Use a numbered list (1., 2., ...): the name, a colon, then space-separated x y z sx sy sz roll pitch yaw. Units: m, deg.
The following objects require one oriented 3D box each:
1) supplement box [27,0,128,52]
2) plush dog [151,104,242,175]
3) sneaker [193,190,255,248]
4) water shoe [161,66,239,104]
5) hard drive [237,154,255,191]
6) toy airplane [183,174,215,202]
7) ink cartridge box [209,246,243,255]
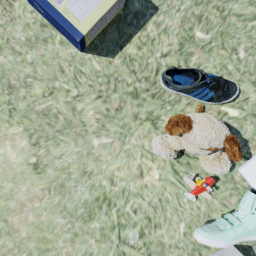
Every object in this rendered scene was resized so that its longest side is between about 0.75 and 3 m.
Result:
1. supplement box: -1.603 -4.329 8.967 2.486 1.669 2.484 43 87 -8
2. plush dog: 2.252 0.183 8.547 2.680 2.301 2.150 18 87 1
3. sneaker: 3.285 2.693 8.705 2.696 0.992 1.590 -2 101 -16
4. water shoe: 2.424 -1.410 9.262 2.687 1.060 0.961 8 85 1
5. hard drive: 5.087 1.858 9.445 1.577 0.303 2.390 -38 87 -2
6. toy airplane: 2.334 1.964 9.316 1.000 0.709 1.004 0 126 9
7. ink cartridge box: 2.678 5.364 8.772 2.847 1.180 2.090 -25 86 -1
